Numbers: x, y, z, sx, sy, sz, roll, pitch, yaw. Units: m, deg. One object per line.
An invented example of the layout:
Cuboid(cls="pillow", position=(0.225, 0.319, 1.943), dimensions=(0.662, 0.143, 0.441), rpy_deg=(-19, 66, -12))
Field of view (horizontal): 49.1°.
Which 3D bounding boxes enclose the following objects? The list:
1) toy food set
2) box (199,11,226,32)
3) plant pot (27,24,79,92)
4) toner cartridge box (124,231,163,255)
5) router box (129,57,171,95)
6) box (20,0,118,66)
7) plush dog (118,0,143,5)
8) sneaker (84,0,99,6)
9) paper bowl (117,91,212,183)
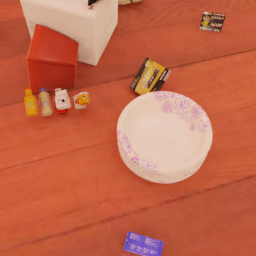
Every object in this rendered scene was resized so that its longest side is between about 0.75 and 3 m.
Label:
Cuboid(cls="toy food set", position=(-2.156, -0.966, 8.737), dimensions=(1.986, 0.948, 0.894), rpy_deg=(-13, 83, 8))
Cuboid(cls="box", position=(3.343, -4.221, 11.128), dimensions=(0.883, 0.712, 0.217), rpy_deg=(10, 59, 6))
Cuboid(cls="plant pot", position=(-2.452, -2.213, 9.457), dimensions=(1.458, 1.654, 1.653), rpy_deg=(7, 58, -11))
Cuboid(cls="toner cartridge box", position=(0.387, 2.935, 6.982), dimensions=(0.920, 0.199, 0.437), rpy_deg=(14, 58, 8))
Cuboid(cls="router box", position=(0.726, -1.619, 9.364), dimensions=(0.926, 0.308, 1.178), rpy_deg=(34, 103, 20))
Cuboid(cls="box", position=(-1.923, -4.154, 10.106), dimensions=(2.574, 2.216, 2.586), rpy_deg=(16, 60, 5))
Cuboid(cls="plush dog", position=(0.054, -5.701, 11.794), dimensions=(1.434, 1.670, 1.340), rpy_deg=(-1, 91, 11))
Cuboid(cls="sneaker", position=(-0.703, -4.241, 8.673), dimensions=(0.844, 0.551, 1.508), rpy_deg=(22, 61, 2))
Cuboid(cls="paper bowl", position=(0.973, 0.325, 7.934), dimensions=(2.547, 1.325, 2.547), rpy_deg=(0, 58, 0))
